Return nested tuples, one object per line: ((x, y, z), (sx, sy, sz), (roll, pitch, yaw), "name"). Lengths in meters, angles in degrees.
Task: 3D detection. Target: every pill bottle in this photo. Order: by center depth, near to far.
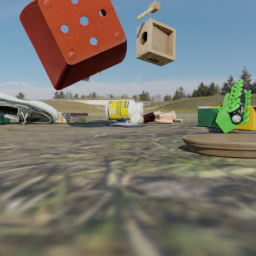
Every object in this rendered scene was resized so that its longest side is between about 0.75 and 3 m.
((-0.201, -1.097, 17.118), (2.140, 1.199, 1.199), (0, 4, 13), "pill bottle")

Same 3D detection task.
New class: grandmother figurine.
((1.038, -0.418, 11.841), (1.953, 0.591, 1.184), (-5, -25, -20), "grandmother figurine")

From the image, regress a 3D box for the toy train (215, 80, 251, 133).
((2.929, -0.649, 7.770), (0.779, 0.576, 2.762), (-37, 5, 33), "toy train")

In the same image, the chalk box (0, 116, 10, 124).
((-5.739, -0.686, 12.189), (1.606, 1.003, 0.996), (-1, 4, -5), "chalk box")

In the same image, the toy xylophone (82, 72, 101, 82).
((-1.666, -2.515, 11.967), (1.136, 0.390, 1.551), (6, -21, -7), "toy xylophone")

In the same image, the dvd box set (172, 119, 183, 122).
((2.376, -0.358, 13.950), (0.631, 0.127, 0.863), (1, 4, 14), "dvd box set")

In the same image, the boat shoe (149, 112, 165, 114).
((1.629, -0.569, 14.730), (1.365, 0.516, 0.412), (14, 9, 37), "boat shoe")

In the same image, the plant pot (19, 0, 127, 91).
((-1.304, -2.541, 7.403), (2.364, 2.366, 2.085), (-28, 13, -13), "plant pot")

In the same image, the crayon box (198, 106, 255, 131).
((3.791, -0.341, 8.926), (1.744, 0.716, 2.774), (-2, 3, -25), "crayon box")

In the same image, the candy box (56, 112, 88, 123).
((-2.789, -0.489, 13.143), (1.737, 0.480, 1.003), (3, 5, 44), "candy box")

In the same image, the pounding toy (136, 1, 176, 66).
((0.770, -3.382, 9.892), (1.704, 1.940, 0.888), (9, -11, -34), "pounding toy")

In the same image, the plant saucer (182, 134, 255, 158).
((1.489, 0.223, 3.914), (1.448, 0.213, 1.448), (0, 4, 0), "plant saucer")

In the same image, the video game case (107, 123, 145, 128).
((-0.082, -0.096, 9.966), (0.822, 0.109, 1.151), (-4, 4, -44), "video game case")

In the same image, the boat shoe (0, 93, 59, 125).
((-4.271, -0.575, 11.361), (2.762, 0.995, 0.979), (13, 40, -6), "boat shoe")

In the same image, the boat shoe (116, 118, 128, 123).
((-0.273, -0.342, 12.577), (0.284, 0.263, 0.769), (3, 5, 39), "boat shoe")
